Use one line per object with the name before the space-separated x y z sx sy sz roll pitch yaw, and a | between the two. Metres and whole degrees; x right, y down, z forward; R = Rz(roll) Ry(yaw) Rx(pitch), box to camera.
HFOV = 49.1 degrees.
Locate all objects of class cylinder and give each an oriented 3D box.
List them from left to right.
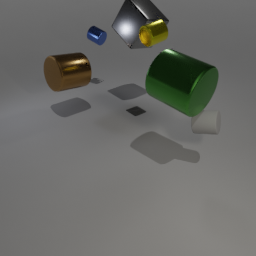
cylinder | -2.414 -2.250 11.210 1.400 1.400 1.400 -20 36 -40
cylinder | -1.486 -4.417 13.393 0.700 0.700 0.700 33 40 16
cylinder | 0.842 -3.109 9.200 0.700 0.700 0.700 -29 40 -24
cylinder | 1.416 -1.203 7.426 1.400 1.400 1.400 33 43 32
cylinder | 2.267 -0.174 8.113 0.700 0.700 0.700 3 28 29

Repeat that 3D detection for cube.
cube | 0.483 -4.197 11.267 1.400 1.400 1.400 -20 67 -45
